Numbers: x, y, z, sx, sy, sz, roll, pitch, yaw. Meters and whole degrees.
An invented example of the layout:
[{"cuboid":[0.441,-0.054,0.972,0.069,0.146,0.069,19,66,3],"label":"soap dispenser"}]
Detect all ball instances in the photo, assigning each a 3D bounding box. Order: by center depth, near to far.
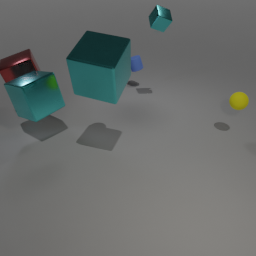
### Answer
[{"cuboid":[4.279,-1.040,10.804,0.700,0.700,0.700,0,29,0],"label":"ball"}]

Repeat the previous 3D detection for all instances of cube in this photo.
[{"cuboid":[-0.783,-1.782,8.246,1.400,1.400,1.400,15,54,12],"label":"cube"},{"cuboid":[-3.490,-1.238,10.555,1.400,1.400,1.400,14,39,41],"label":"cube"},{"cuboid":[1.383,-4.677,12.002,0.700,0.700,0.700,9,60,-27],"label":"cube"},{"cuboid":[-4.605,-2.393,12.227,1.400,1.400,1.400,-23,37,-7],"label":"cube"}]

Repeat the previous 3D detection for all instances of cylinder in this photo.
[{"cuboid":[0.428,-3.582,15.565,0.700,0.700,0.700,-17,27,9],"label":"cylinder"}]
